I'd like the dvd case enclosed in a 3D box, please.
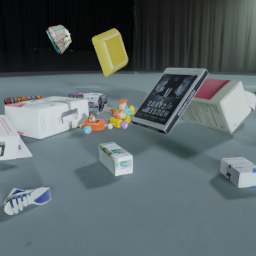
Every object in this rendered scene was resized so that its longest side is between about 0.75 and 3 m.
[{"bbox_3d":[1.569,-1.188,11.084,0.359,2.903,2.182,44,-15,-34],"label":"dvd case"}]

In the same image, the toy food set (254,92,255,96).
[{"bbox_3d":[7.594,-1.816,16.580,1.261,0.700,2.144,2,15,9],"label":"toy food set"}]

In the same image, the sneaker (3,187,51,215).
[{"bbox_3d":[-2.000,1.307,5.440,0.900,0.363,0.520,-13,22,-37],"label":"sneaker"}]

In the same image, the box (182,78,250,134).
[{"bbox_3d":[3.234,-0.974,10.968,1.303,1.530,2.393,-43,33,-19],"label":"box"}]

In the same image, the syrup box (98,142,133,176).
[{"bbox_3d":[-0.342,0.773,7.217,0.473,0.489,1.202,-8,16,-24],"label":"syrup box"}]

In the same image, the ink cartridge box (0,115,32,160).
[{"bbox_3d":[-3.607,0.234,7.066,2.157,0.732,1.252,-2,30,-42],"label":"ink cartridge box"}]

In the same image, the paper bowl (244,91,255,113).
[{"bbox_3d":[4.515,-0.976,12.165,1.865,0.970,1.865,12,-7,2],"label":"paper bowl"}]

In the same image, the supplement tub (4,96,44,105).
[{"bbox_3d":[-4.285,-0.860,12.258,2.013,1.077,1.077,-7,16,-26],"label":"supplement tub"}]

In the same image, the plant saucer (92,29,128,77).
[{"bbox_3d":[-0.651,-3.398,12.471,0.427,1.764,1.765,0,29,36],"label":"plant saucer"}]

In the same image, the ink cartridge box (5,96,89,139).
[{"bbox_3d":[-3.052,-0.506,10.862,1.901,1.107,2.610,9,15,29],"label":"ink cartridge box"}]

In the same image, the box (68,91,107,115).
[{"bbox_3d":[-2.009,-1.282,14.057,1.661,0.953,1.098,6,16,22],"label":"box"}]

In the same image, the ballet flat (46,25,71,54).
[{"bbox_3d":[-2.715,-3.590,11.386,0.789,0.799,2.348,-29,10,-6],"label":"ballet flat"}]

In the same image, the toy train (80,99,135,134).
[{"bbox_3d":[-0.750,-0.582,11.040,1.848,0.684,2.460,4,27,17],"label":"toy train"}]

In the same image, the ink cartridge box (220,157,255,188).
[{"bbox_3d":[2.644,1.014,6.514,0.639,0.375,0.873,-2,14,-9],"label":"ink cartridge box"}]
